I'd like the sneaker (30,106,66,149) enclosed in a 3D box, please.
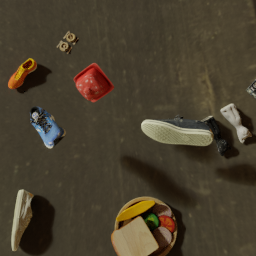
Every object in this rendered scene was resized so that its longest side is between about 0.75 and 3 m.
[{"bbox_3d":[-2.477,-0.074,8.212,0.732,0.831,1.864,-46,44,-5],"label":"sneaker"}]

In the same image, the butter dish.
[{"bbox_3d":[-1.104,-1.221,8.321,1.004,0.742,1.001,-29,110,29],"label":"butter dish"}]

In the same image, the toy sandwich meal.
[{"bbox_3d":[0.563,3.594,9.772,2.463,0.843,2.463,0,79,0],"label":"toy sandwich meal"}]

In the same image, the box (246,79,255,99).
[{"bbox_3d":[5.185,-1.490,10.970,0.819,0.353,0.671,44,83,7],"label":"box"}]

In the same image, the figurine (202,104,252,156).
[{"bbox_3d":[3.769,0.052,10.606,1.570,0.676,1.532,-30,89,-6],"label":"figurine"}]

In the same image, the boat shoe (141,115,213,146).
[{"bbox_3d":[1.524,0.033,8.737,2.213,0.826,0.689,7,47,5],"label":"boat shoe"}]

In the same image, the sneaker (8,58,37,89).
[{"bbox_3d":[-4.214,-2.168,10.998,0.534,0.565,1.464,36,83,5],"label":"sneaker"}]

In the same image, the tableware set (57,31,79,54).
[{"bbox_3d":[-2.476,-3.527,11.440,0.570,0.173,0.862,32,81,6],"label":"tableware set"}]

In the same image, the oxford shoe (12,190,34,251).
[{"bbox_3d":[-3.747,3.269,9.938,0.606,0.789,2.099,11,79,-24],"label":"oxford shoe"}]
